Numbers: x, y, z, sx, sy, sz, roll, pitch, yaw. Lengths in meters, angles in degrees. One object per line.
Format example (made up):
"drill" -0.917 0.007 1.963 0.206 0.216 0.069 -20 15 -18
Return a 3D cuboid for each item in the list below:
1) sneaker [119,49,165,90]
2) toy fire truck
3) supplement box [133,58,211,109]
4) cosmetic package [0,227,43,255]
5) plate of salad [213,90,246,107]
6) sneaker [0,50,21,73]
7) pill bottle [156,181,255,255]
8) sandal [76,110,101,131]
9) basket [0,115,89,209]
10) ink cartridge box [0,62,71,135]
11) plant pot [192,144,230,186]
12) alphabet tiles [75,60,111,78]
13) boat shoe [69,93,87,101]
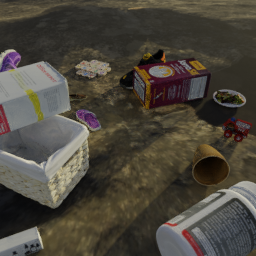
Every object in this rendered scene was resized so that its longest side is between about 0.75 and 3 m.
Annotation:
"sneaker" 0.643 -2.724 12.599 2.715 1.222 0.950 -30 48 -32
"toy fire truck" 3.745 -0.011 9.676 0.901 0.757 0.505 25 45 27
"supplement box" 1.765 -1.884 11.584 2.808 1.203 1.549 -12 41 -14
"cosmetic package" -2.702 2.785 6.448 1.340 0.553 0.339 -16 41 -18
"plate of salad" 4.198 -1.284 11.576 1.307 0.314 1.307 0 40 0
"sneaker" -5.292 -2.359 12.536 1.222 1.181 2.928 11 47 -10
"pill bottle" 2.049 2.304 6.320 2.546 1.450 1.450 -22 44 -24
"sandal" -1.454 -0.396 10.460 0.586 0.354 1.440 -26 46 -28
"basket" -2.716 0.731 7.971 2.893 1.785 1.961 18 43 22
"ink cartridge box" -2.992 -0.874 7.758 2.306 0.962 1.674 -24 44 -26
"plant pot" 2.385 0.975 8.403 1.037 1.037 1.112 2 28 3
"alphabet tiles" -1.717 -2.938 13.733 1.649 0.120 1.613 19 43 21
"boat shoe" -2.104 -1.310 11.619 0.794 0.294 0.293 -9 40 -11
